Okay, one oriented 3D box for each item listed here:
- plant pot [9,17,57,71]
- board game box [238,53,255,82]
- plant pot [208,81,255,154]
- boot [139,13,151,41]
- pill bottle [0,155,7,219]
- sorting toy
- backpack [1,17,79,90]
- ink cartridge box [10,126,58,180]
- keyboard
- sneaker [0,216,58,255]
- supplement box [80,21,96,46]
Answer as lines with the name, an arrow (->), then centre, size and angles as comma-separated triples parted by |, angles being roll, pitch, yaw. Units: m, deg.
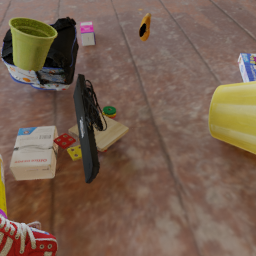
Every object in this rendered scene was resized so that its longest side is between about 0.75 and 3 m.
plant pot -> -2.221, -1.861, 6.415 | 1.018, 0.936, 1.018 | 16, 35, -11
board game box -> 5.683, -2.148, 11.033 | 2.235, 0.461, 2.240 | 5, 44, 5
plant pot -> 3.672, -0.314, 7.917 | 2.347, 2.495, 2.495 | 10, 43, 33
boot -> 0.444, -2.814, 8.223 | 0.342, 0.972, 0.696 | 19, 52, 4
pill bottle -> -3.770, 1.356, 6.654 | 1.530, 1.530, 2.936 | -15, 46, -15
sorting toy -> -0.933, 0.238, 8.478 | 1.309, 0.459, 2.714 | 26, 40, 25
backpack -> -3.165, -2.645, 10.259 | 2.550, 2.062, 2.677 | 5, 55, -7
ink cartridge box -> -2.613, 0.694, 7.981 | 1.083, 0.631, 1.498 | -4, 44, -4
keyboard -> -0.808, -0.076, 6.318 | 0.481, 1.263, 2.427 | -3, 64, -21
sneaker -> -2.343, 1.965, 5.337 | 1.570, 2.792, 0.994 | -27, 27, -31
supplement box -> -1.921, -4.523, 13.360 | 0.645, 0.631, 1.248 | -6, 44, -4
